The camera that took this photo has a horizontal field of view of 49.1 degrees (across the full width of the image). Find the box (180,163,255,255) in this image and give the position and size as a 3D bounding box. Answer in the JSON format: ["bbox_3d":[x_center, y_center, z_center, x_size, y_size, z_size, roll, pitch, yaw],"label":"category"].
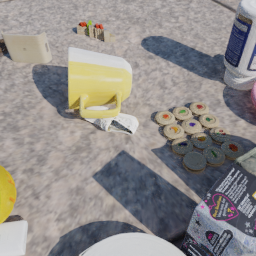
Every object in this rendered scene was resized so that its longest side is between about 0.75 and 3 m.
[{"bbox_3d":[2.015,2.046,5.691,1.240,2.161,1.428,34,55,29],"label":"box"}]

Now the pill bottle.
[{"bbox_3d":[4.387,-2.896,9.957,1.644,2.963,1.644,0,46,0],"label":"pill bottle"}]

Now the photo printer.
[{"bbox_3d":[-2.848,2.583,6.449,0.964,0.335,0.802,-6,44,-6],"label":"photo printer"}]

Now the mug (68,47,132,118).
[{"bbox_3d":[-0.977,-1.406,9.534,2.088,2.037,2.543,0,80,-12],"label":"mug"}]

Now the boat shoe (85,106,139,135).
[{"bbox_3d":[-0.610,-0.204,8.953,1.854,0.657,0.643,12,46,10],"label":"boat shoe"}]

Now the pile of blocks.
[{"bbox_3d":[-1.483,-4.771,13.390,2.213,0.688,0.908,23,50,20],"label":"pile of blocks"}]

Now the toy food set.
[{"bbox_3d":[-4.182,-3.398,11.594,1.818,1.304,0.549,4,49,5],"label":"toy food set"}]

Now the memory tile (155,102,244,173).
[{"bbox_3d":[2.178,0.165,8.897,2.025,0.222,2.642,-15,48,-14],"label":"memory tile"}]

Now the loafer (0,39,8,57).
[{"bbox_3d":[-5.591,-3.620,12.299,0.652,0.634,1.785,13,47,12],"label":"loafer"}]

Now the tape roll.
[{"bbox_3d":[0.131,3.500,5.327,2.972,0.543,2.972,1,45,-1],"label":"tape roll"}]

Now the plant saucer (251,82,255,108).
[{"bbox_3d":[5.580,-0.771,9.465,2.838,0.719,2.838,1,45,-1],"label":"plant saucer"}]

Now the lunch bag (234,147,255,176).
[{"bbox_3d":[4.059,1.383,6.726,2.803,1.648,2.299,-20,50,-32],"label":"lunch bag"}]

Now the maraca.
[{"bbox_3d":[-3.418,1.432,6.704,1.216,1.559,2.273,5,21,-40],"label":"maraca"}]
